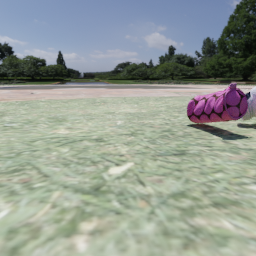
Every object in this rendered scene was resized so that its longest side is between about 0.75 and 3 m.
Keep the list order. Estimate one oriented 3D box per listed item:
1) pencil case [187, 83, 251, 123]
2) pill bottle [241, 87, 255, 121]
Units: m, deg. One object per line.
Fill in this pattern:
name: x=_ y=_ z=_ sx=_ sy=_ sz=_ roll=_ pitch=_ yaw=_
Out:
pencil case: x=2.477 y=-0.637 z=8.040 sx=0.918 sy=0.947 sz=2.022 roll=-19 pitch=4 yaw=-21
pill bottle: x=4.467 y=-0.840 z=8.533 sx=2.031 sy=1.105 sz=1.105 roll=-14 pitch=7 yaw=16
